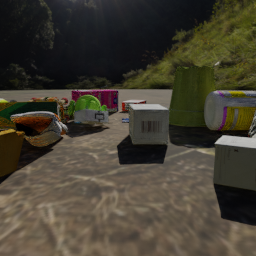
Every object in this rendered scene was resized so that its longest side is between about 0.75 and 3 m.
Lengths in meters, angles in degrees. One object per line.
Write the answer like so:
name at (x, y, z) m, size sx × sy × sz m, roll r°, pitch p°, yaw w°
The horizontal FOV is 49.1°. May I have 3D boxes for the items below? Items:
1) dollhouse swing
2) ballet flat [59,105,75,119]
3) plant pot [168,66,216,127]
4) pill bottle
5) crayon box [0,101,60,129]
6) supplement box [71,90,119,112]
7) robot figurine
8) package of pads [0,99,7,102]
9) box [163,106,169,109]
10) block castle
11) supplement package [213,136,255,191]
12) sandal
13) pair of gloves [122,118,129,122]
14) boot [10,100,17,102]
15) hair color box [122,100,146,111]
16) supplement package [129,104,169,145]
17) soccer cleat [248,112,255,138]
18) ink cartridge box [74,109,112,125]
dollhouse swing at (-3.023, 0.450, 5.306) m, size 1.242 × 1.284 × 1.413 m, roll 26°, pitch 19°, yaw 18°
ballet flat at (-2.946, -0.718, 13.557) m, size 2.071 × 0.702 × 0.780 m, roll -15°, pitch 40°, yaw -39°
plant pot at (2.865, -1.454, 12.251) m, size 2.560 × 2.432 × 2.560 m, roll -1°, pitch 9°, yaw 0°
pill bottle at (4.388, -0.639, 10.437) m, size 2.780 × 1.449 × 1.449 m, roll 0°, pitch 10°, yaw -3°
crayon box at (-3.524, -0.381, 9.678) m, size 2.221 × 0.750 × 2.574 m, roll -4°, pitch -2°, yaw -12°
supplement box at (-1.860, -1.529, 16.009) m, size 2.466 × 1.248 × 1.274 m, roll -8°, pitch 13°, yaw -37°
robot figurine at (-1.832, -0.929, 12.818) m, size 1.731 × 1.141 × 1.973 m, roll 6°, pitch 6°, yaw -7°
package of pads at (-6.777, -0.808, 12.878) m, size 2.508 × 0.855 × 1.937 m, roll -6°, pitch 16°, yaw -34°
box at (2.291, -1.070, 16.221) m, size 1.170 × 0.287 × 0.943 m, roll 10°, pitch 15°, yaw 43°
block castle at (-3.448, -0.777, 12.195) m, size 1.704 × 1.139 × 0.799 m, roll 1°, pitch 16°, yaw 6°
supplement package at (2.317, 0.640, 5.091) m, size 1.346 × 0.787 × 0.790 m, roll 5°, pitch 12°, yaw 29°
sandal at (-2.364, 0.157, 8.139) m, size 1.054 × 0.788 × 2.751 m, roll -6°, pitch -12°, yaw 5°
pair of gloves at (0.100, -0.351, 12.668) m, size 0.782 × 0.111 × 0.973 m, roll 0°, pitch 9°, yaw 1°
boot at (-5.531, -1.215, 15.754) m, size 2.074 × 0.681 × 1.710 m, roll -7°, pitch 23°, yaw -12°
hair color box at (0.405, -1.399, 17.270) m, size 1.002 × 0.578 × 1.807 m, roll 3°, pitch 12°, yaw 21°
supplement package at (0.600, -0.171, 8.865) m, size 1.058 × 1.062 × 1.810 m, roll -1°, pitch 10°, yaw -3°
soccer cleat at (3.634, 0.101, 7.260) m, size 0.880 × 1.092 × 2.564 m, roll 3°, pitch 10°, yaw 15°
ink cartridge box at (-1.324, -0.416, 11.034) m, size 1.372 × 0.465 × 0.796 m, roll 4°, pitch -8°, yaw -44°
